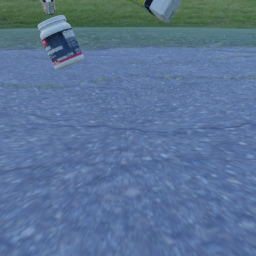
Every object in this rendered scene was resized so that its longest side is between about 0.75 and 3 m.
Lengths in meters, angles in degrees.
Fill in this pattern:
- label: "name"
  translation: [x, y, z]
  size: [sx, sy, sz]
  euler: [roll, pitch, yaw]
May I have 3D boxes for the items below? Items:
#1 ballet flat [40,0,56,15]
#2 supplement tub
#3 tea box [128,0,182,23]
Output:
- label: "ballet flat"
  translation: [-2.012, -3.242, 7.028]
  size: [0.380, 0.376, 1.118]
  euler: [-17, 50, -15]
- label: "supplement tub"
  translation: [-1.497, -1.885, 6.257]
  size: [0.720, 1.027, 0.720]
  euler: [-21, 16, 6]
- label: "tea box"
  translation: [0.711, -4.293, 8.583]
  size: [1.807, 1.227, 1.837]
  euler: [33, 18, 4]
